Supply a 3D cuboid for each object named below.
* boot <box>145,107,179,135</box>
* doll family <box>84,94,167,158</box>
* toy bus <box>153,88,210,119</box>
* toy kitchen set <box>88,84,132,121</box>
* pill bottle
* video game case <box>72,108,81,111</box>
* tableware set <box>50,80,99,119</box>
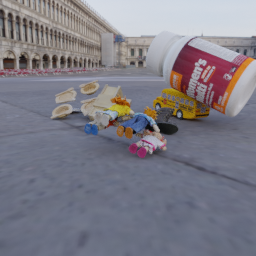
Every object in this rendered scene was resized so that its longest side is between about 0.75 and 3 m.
[{"bbox_3d":[0.900,-0.236,6.662,0.950,0.329,0.827,8,40,36],"label":"boot"},{"bbox_3d":[0.044,-0.148,5.089,1.574,0.709,0.977,24,30,22],"label":"doll family"},{"bbox_3d":[1.574,-0.749,8.571,0.631,0.759,1.938,-7,19,-31],"label":"toy bus"},{"bbox_3d":[-0.315,-0.416,7.991,0.989,1.094,1.213,11,56,21],"label":"toy kitchen set"},{"bbox_3d":[1.848,-1.484,7.196,2.645,1.449,1.449,32,27,26],"label":"pill bottle"},{"bbox_3d":[-1.928,-0.610,9.388,0.595,0.075,0.830,4,6,25],"label":"video game case"},{"bbox_3d":[-1.559,-0.875,8.703,1.605,0.223,1.922,-17,38,2],"label":"tableware set"}]
